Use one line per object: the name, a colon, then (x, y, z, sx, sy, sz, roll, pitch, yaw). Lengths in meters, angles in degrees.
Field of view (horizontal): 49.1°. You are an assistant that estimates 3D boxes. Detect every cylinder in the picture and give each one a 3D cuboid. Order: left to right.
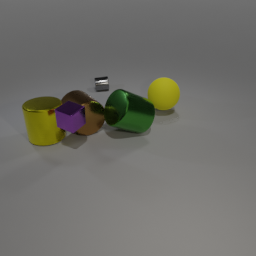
cylinder: (-3.081, -0.281, 10.379, 1.400, 1.400, 1.400, -1, 28, 0)
cylinder: (-1.800, -0.616, 10.979, 1.400, 1.400, 1.400, -18, 34, -28)
cylinder: (-1.379, -2.336, 14.762, 0.700, 0.700, 0.700, -8, 30, -6)
cylinder: (0.052, -0.601, 10.481, 1.400, 1.400, 1.400, 15, 16, -39)

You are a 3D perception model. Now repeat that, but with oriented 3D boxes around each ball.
ball: (1.541, -1.472, 12.112, 1.400, 1.400, 1.400, 0, 29, 0)

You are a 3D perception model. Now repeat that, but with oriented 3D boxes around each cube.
cube: (-1.886, -0.374, 9.231, 0.700, 0.700, 0.700, 20, 39, 23)
